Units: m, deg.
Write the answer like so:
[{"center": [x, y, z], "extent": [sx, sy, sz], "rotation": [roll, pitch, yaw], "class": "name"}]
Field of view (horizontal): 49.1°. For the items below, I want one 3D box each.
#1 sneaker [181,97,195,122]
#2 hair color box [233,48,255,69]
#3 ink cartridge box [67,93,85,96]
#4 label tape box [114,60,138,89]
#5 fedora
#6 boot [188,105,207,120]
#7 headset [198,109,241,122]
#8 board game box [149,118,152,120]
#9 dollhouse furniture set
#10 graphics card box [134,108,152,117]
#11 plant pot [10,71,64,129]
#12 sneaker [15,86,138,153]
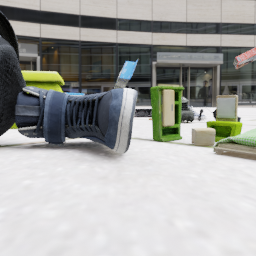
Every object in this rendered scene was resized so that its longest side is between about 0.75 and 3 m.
[{"center": [2.231, -0.786, 11.670], "extent": [0.774, 1.054, 2.330], "rotation": [-1, 5, 0], "class": "sneaker"}, {"center": [3.866, -2.272, 9.135], "extent": [0.779, 0.249, 0.432], "rotation": [-25, -20, 1], "class": "hair color box"}, {"center": [-3.692, -0.974, 12.752], "extent": [2.902, 1.222, 2.098], "rotation": [4, 7, 39], "class": "ink cartridge box"}, {"center": [-0.073, -1.721, 8.941], "extent": [0.321, 0.732, 1.014], "rotation": [23, -29, -9], "class": "label tape box"}, {"center": [-2.572, -0.718, 4.861], "extent": [1.236, 2.707, 2.707], "rotation": [30, 16, 19], "class": "fedora"}, {"center": [2.935, -0.721, 13.021], "extent": [1.513, 0.683, 0.550], "rotation": [4, 6, 38], "class": "boot"}, {"center": [3.763, -0.436, 11.540], "extent": [1.650, 0.775, 1.019], "rotation": [16, 11, 10], "class": "headset"}, {"center": [1.269, -0.427, 13.039], "extent": [0.400, 0.125, 0.837], "rotation": [2, 8, 25], "class": "board game box"}, {"center": [1.703, -0.219, 4.918], "extent": [1.457, 1.125, 2.914], "rotation": [-5, 7, -38], "class": "dollhouse furniture set"}, {"center": [1.190, -0.856, 15.611], "extent": [1.940, 0.493, 1.217], "rotation": [-1, 4, 2], "class": "graphics card box"}, {"center": [-3.011, -0.940, 9.334], "extent": [1.975, 1.792, 1.965], "rotation": [0, 4, -10], "class": "plant pot"}, {"center": [-0.917, -0.191, 4.486], "extent": [1.841, 0.969, 2.548], "rotation": [10, -7, -13], "class": "sneaker"}]
